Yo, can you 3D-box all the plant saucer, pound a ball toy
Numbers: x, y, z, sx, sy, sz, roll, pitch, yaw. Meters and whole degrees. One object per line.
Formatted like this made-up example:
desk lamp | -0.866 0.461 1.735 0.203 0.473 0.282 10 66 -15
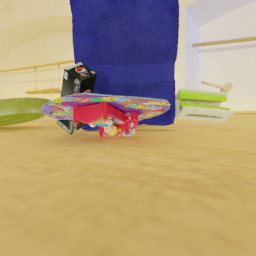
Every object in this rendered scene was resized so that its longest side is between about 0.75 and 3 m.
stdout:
plant saucer | -2.894 -0.319 6.735 2.167 0.337 2.167 -12 -3 -1
pound a ball toy | 1.960 -0.676 7.219 1.579 1.030 0.671 3 -32 -14

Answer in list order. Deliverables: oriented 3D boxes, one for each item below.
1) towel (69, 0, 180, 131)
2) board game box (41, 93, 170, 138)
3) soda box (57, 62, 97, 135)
towel | -0.052 -1.397 5.834 2.149 2.911 0.721 -3 24 -5
board game box | -0.294 -0.095 4.130 1.872 0.364 1.479 1 -11 -25
soda box | -0.915 -0.496 4.917 0.388 1.224 0.433 35 42 16
